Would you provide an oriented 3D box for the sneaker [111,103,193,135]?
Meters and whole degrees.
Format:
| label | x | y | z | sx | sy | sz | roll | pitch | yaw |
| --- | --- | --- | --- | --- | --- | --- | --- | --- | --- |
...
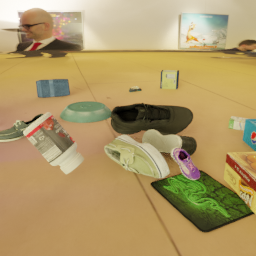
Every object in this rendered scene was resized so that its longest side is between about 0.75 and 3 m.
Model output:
| label | x | y | z | sx | sy | sz | roll | pitch | yaw |
| --- | --- | --- | --- | --- | --- | --- | --- | --- | --- |
| sneaker | 0.791 | -0.339 | 9.622 | 2.919 | 1.108 | 1.325 | -5 | -19 | 3 |

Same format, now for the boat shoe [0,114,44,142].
| label | x | y | z | sx | sy | sz | roll | pitch | yaw |
| --- | --- | --- | --- | --- | --- | --- | --- | --- | --- |
| boat shoe | -3.857 | -0.039 | 10.067 | 0.750 | 0.636 | 2.059 | 19 | 27 | 41 |

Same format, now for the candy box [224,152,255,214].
| label | x | y | z | sx | sy | sz | roll | pitch | yaw |
| --- | --- | --- | --- | --- | --- | --- | --- | --- | --- |
| candy box | 3.956 | 1.169 | 6.475 | 2.892 | 0.800 | 1.669 | -2 | 18 | -5 |

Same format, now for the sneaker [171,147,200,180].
| label | x | y | z | sx | sy | sz | roll | pitch | yaw |
| --- | --- | --- | --- | --- | --- | --- | --- | --- | --- |
| sneaker | 1.470 | 0.884 | 6.983 | 0.388 | 0.965 | 0.427 | -37 | -3 | -17 |

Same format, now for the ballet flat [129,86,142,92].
| label | x | y | z | sx | sy | sz | roll | pitch | yaw |
| --- | --- | --- | --- | --- | --- | --- | --- | --- | --- |
| ballet flat | 0.460 | -2.363 | 16.906 | 0.926 | 0.338 | 0.338 | -13 | 24 | -31 |

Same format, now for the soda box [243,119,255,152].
| label | x | y | z | sx | sy | sz | roll | pitch | yaw |
| --- | --- | --- | --- | --- | --- | --- | --- | --- | --- |
| soda box | 4.386 | 0.449 | 8.473 | 0.765 | 0.809 | 2.384 | -1 | 20 | -4 |

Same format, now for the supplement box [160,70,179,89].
| label | x | y | z | sx | sy | sz | roll | pitch | yaw |
| --- | --- | --- | --- | --- | --- | --- | --- | --- | --- |
| supplement box | 2.623 | -3.054 | 17.635 | 1.100 | 1.102 | 0.740 | 5 | 21 | 12 |

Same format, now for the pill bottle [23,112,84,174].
| label | x | y | z | sx | sy | sz | roll | pitch | yaw |
| --- | --- | --- | --- | --- | --- | --- | --- | --- | --- |
| pill bottle | -1.796 | 0.408 | 6.956 | 0.821 | 1.483 | 0.821 | -37 | 10 | 8 |

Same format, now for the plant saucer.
| label | x | y | z | sx | sy | sz | roll | pitch | yaw |
| --- | --- | --- | --- | --- | --- | --- | --- | --- | --- |
| plant saucer | -1.859 | -0.789 | 12.461 | 2.328 | 0.418 | 2.328 | 0 | 20 | 0 |

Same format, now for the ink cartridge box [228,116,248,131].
| label | x | y | z | sx | sy | sz | roll | pitch | yaw |
| --- | --- | --- | --- | --- | --- | --- | --- | --- | --- |
| ink cartridge box | 4.363 | -0.165 | 10.828 | 0.820 | 0.359 | 0.596 | 9 | 22 | 26 |

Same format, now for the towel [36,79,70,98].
| label | x | y | z | sx | sy | sz | roll | pitch | yaw |
| --- | --- | --- | --- | --- | --- | --- | --- | --- | --- |
| towel | -4.143 | -2.214 | 15.505 | 1.767 | 0.987 | 0.429 | -5 | 21 | -14 |

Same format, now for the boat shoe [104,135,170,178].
| label | x | y | z | sx | sy | sz | roll | pitch | yaw |
| --- | --- | --- | --- | --- | --- | --- | --- | --- | --- |
| boat shoe | 0.166 | 0.851 | 7.617 | 0.774 | 0.898 | 2.495 | -29 | 22 | -20 |

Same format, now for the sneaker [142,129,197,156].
| label | x | y | z | sx | sy | sz | roll | pitch | yaw |
| --- | --- | --- | --- | --- | --- | --- | --- | --- | --- |
| sneaker | 1.281 | 0.506 | 8.703 | 0.999 | 0.712 | 2.014 | 14 | -3 | -30 |

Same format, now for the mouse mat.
| label | x | y | z | sx | sy | sz | roll | pitch | yaw |
| --- | --- | --- | --- | --- | --- | --- | --- | --- | --- |
| mouse mat | 1.689 | 1.570 | 6.500 | 1.641 | 0.077 | 2.039 | -10 | 22 | -26 |
